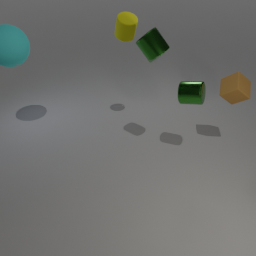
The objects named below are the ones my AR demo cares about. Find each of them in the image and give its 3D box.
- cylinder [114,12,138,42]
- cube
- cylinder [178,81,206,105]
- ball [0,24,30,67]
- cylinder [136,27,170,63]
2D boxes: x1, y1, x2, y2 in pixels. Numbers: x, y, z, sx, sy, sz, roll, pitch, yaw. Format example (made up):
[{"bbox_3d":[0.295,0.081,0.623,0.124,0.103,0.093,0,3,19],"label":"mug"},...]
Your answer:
[{"bbox_3d":[-0.071,-3.398,9.412,0.700,0.700,0.700,5,57,-8],"label":"cylinder"},{"bbox_3d":[3.553,-1.309,9.276,0.700,0.700,0.700,-20,50,50],"label":"cube"},{"bbox_3d":[1.963,-1.080,8.617,0.700,0.700,0.700,5,31,26],"label":"cylinder"},{"bbox_3d":[-4.070,-2.784,9.519,1.400,1.400,1.400,0,32,0],"label":"ball"},{"bbox_3d":[0.692,-2.320,7.841,0.700,0.700,0.700,-37,11,8],"label":"cylinder"}]
